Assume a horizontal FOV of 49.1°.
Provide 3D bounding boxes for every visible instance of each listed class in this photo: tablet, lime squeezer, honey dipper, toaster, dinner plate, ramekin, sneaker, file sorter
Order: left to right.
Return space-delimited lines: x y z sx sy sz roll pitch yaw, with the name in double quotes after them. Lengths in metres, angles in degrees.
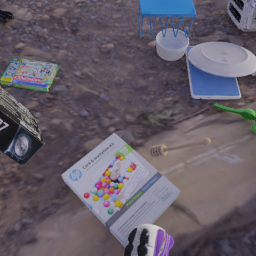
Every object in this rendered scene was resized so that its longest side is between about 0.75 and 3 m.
0.466 3.600 5.962 1.197 1.157 2.870 26 67 -24 "sneaker"
1.065 -3.267 8.189 1.506 0.924 1.045 -1 57 -3 "file sorter"
1.656 -3.138 10.688 1.239 0.650 1.239 0 57 0 "ramekin"
1.030 0.394 5.670 1.371 0.260 0.260 -15 44 42 "honey dipper"
3.039 -2.089 10.274 1.702 0.179 2.616 1 55 1 "tablet"
3.449 -2.619 10.137 2.525 0.306 2.525 0 43 0 "dinner plate"
3.801 -0.105 8.801 0.859 0.459 2.431 -23 60 -16 "lime squeezer"
5.251 -5.032 11.360 1.793 1.577 2.776 -5 48 -1 "toaster"

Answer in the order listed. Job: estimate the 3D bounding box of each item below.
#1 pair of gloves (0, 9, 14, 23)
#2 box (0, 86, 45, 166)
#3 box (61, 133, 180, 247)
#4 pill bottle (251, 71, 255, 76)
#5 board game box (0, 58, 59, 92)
-5.982 -4.390 11.762 1.940 0.269 2.177 17 55 12 "pair of gloves"
-3.172 -0.708 5.789 0.641 2.946 2.360 -47 30 -3 "box"
-0.212 1.584 7.628 2.002 0.529 2.568 -39 64 -23 "box"
4.738 -2.085 10.106 0.795 0.449 0.449 12 57 7 "pill bottle"
-3.543 -1.942 10.131 1.752 0.255 1.179 10 56 6 "board game box"
